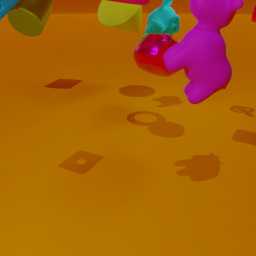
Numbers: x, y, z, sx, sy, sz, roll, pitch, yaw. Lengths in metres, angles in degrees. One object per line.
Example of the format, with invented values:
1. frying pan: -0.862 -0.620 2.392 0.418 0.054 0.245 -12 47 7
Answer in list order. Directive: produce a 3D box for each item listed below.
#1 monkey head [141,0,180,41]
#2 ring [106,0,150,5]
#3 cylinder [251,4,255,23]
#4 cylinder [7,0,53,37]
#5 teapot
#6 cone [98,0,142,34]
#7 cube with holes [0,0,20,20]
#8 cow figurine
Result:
1. monkey head: 0.870 -3.063 8.221 1.192 1.658 0.999 -3 50 -39
2. ring: -0.145 -2.877 6.086 1.276 0.255 1.276 7 22 -3
3. cylinder: 2.699 -2.185 4.926 0.772 0.772 0.772 22 31 19
4. cylinder: -3.555 -4.258 10.264 1.265 1.265 1.265 5 61 12
5. teapot: 0.714 -1.711 6.423 1.122 0.884 1.805 19 -2 -4
6. cone: 0.081 -3.727 9.705 1.636 1.636 1.642 17 -9 32
7. cube with holes: -1.851 -1.880 3.498 0.723 0.723 0.723 13 60 26
8. cow figurine: 1.192 -1.193 4.016 1.383 1.405 0.771 -32 20 16
